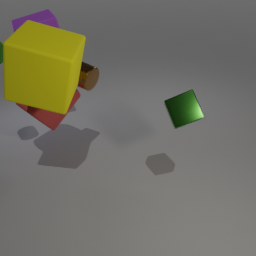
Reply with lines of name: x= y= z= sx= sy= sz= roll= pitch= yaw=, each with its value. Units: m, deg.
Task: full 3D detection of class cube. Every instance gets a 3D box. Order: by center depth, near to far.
cube: x=-1.873 y=-1.392 z=6.403 sx=1.400 sy=1.400 sz=1.400 roll=14 pitch=38 yaw=-7
cube: x=1.310 y=-0.423 z=6.650 sx=0.700 sy=0.700 sz=0.700 roll=-22 pitch=-3 yaw=7
cube: x=-3.049 y=-3.104 z=9.731 sx=1.400 sy=1.400 sz=1.400 roll=-23 pitch=38 yaw=-11

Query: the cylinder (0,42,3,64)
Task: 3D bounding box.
cylinder: x=-3.601 y=-2.030 z=7.291 sx=0.700 sy=0.700 sz=0.700 roll=-17 pitch=32 yaw=-26

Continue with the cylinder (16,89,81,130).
cylinder: x=-2.409 y=-0.879 z=8.542 sx=1.400 sy=1.400 sz=1.400 roll=29 pitch=79 yaw=39

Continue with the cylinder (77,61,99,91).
cylinder: x=-1.286 y=-1.504 z=7.938 sx=0.700 sy=0.700 sz=0.700 roll=26 pitch=38 yaw=17
